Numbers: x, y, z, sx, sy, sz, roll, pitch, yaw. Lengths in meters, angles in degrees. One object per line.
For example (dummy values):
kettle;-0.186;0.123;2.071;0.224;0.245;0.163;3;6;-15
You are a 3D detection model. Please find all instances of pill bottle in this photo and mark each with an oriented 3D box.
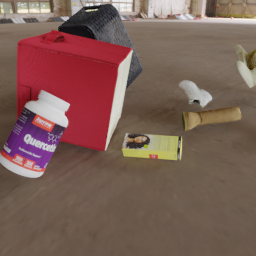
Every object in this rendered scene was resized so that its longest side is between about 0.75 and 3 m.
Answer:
pill bottle;-1.865;0.107;5.772;0.939;1.670;0.939;26;-2;1

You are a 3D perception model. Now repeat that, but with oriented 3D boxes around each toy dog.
toy dog;5.513;-2.389;9.608;2.857;2.770;1.994;-28;17;36

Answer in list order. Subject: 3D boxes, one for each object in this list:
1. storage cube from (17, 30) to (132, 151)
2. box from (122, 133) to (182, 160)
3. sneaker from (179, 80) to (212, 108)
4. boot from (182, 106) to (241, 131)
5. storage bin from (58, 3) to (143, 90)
storage cube;-1.333;-1.106;7.484;2.354;2.619;2.239;14;26;3
box;0.585;0.447;6.727;1.381;0.346;0.520;3;49;12
sneaker;2.234;-1.183;9.808;1.307;0.509;0.650;37;83;27
boot;2.326;-0.316;7.821;1.585;0.524;1.388;-6;9;13
storage bin;-0.983;-2.901;10.601;2.009;2.971;1.393;16;56;42
